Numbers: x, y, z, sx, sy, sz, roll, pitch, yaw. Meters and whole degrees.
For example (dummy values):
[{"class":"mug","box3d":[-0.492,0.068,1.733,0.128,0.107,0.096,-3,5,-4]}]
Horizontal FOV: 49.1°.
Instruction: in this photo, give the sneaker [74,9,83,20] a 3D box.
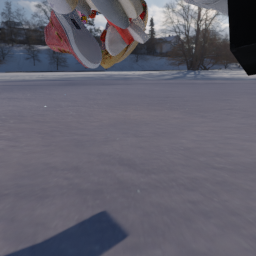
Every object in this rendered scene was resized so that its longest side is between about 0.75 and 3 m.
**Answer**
[{"class":"sneaker","box3d":[-1.664,-3.437,8.918,0.733,2.089,0.857,2,22,42]}]

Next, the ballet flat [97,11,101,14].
[{"class":"ballet flat","box3d":[-0.753,-3.576,8.018,0.463,0.318,1.374,-24,41,-4]}]

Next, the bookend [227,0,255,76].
[{"class":"bookend","box3d":[2.102,-1.689,4.604,0.582,1.265,1.257,-6,-12,34]}]

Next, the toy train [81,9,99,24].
[{"class":"toy train","box3d":[-1.598,-3.894,9.742,1.109,0.833,0.309,16,-29,10]}]

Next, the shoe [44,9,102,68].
[{"class":"shoe","box3d":[-1.625,-2.416,8.047,0.836,2.340,1.064,-15,-22,-45]}]

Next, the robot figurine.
[{"class":"robot figurine","box3d":[2.035,-2.992,5.496,2.384,1.346,2.022,5,-16,-31]}]

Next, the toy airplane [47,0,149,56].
[{"class":"toy airplane","box3d":[-0.713,-2.833,6.005,1.989,2.806,2.819,-27,-9,-14]}]

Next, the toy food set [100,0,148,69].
[{"class":"toy food set","box3d":[-0.242,-3.102,9.023,0.578,2.376,2.352,24,23,-31]}]
